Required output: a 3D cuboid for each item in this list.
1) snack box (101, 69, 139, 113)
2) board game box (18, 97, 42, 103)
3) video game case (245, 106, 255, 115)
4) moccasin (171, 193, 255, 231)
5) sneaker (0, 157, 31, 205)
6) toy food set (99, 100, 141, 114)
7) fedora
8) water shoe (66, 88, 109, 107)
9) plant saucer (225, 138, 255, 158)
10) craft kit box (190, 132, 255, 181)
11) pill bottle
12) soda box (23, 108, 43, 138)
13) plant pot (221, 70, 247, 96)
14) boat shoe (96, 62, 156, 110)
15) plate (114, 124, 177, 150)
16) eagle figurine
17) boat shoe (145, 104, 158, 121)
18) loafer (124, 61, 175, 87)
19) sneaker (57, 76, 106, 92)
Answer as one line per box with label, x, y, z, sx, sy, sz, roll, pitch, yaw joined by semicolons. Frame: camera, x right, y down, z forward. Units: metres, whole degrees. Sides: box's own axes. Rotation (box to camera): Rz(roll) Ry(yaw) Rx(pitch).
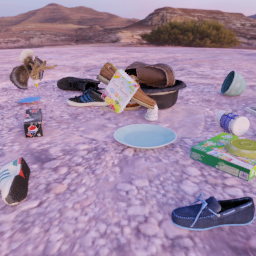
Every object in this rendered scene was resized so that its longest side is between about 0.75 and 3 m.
snack box;-0.311;-1.315;10.136;0.939;1.320;0.350;44;35;9
board game box;-4.875;-1.320;13.989;1.137;0.221;0.898;2;24;21
video game case;6.400;-0.663;12.223;1.801;0.210;1.638;-5;21;-11
moccasin;1.684;1.597;5.610;1.690;0.576;0.680;-4;21;-11
sneaker;-2.823;1.321;6.599;0.774;0.583;1.656;-23;27;-1
toy food set;-0.111;-1.236;13.386;1.550;0.451;2.245;17;27;39
fedora;1.500;-1.540;13.178;2.521;1.151;2.521;-5;22;2
water shoe;-1.883;-1.544;13.606;2.211;0.872;0.790;0;20;-1
plant saucer;3.349;0.532;7.944;1.133;0.176;1.133;1;21;0
craft kit box;3.100;0.749;8.168;1.812;0.445;1.835;-15;25;-41
pill bottle;3.779;-0.230;10.324;0.716;0.716;1.196;-7;22;-19
soda box;-3.530;-0.222;10.508;0.635;0.568;1.794;-6;21;-15
plant pot;5.856;-2.332;15.333;0.926;1.382;1.382;22;20;-6
boat shoe;0.037;-1.748;11.451;2.756;0.937;0.991;31;6;3
plate;0.575;0.323;9.486;2.119;0.271;2.119;-1;21;0
eagle figurine;-3.555;-2.050;10.322;1.297;1.290;1.709;17;-4;-33
boat shoe;1.035;-0.744;11.958;0.537;0.528;1.514;4;21;10
loafer;0.902;-2.364;12.877;1.044;1.074;2.942;-28;30;-32
sneaker;-2.679;-2.513;16.242;2.803;0.842;1.462;-2;16;-15
